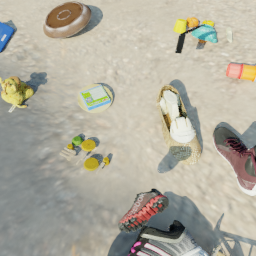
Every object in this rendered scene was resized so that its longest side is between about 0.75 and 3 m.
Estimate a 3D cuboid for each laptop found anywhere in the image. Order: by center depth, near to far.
[{"bbox_3d":[1.636,-2.370,7.484,0.833,0.430,0.739,-25,17,4],"label":"laptop"}]

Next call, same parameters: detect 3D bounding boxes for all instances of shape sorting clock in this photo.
[{"bbox_3d":[-1.120,-1.006,9.531,1.181,0.232,1.181,1,57,-2],"label":"shape sorting clock"}]

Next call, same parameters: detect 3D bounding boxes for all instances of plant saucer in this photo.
[{"bbox_3d":[-2.641,-4.666,11.836,2.229,0.358,2.229,-9,55,13],"label":"plant saucer"}]

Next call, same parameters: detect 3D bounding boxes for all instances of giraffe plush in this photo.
[{"bbox_3d":[-3.818,-1.294,9.275,1.053,0.990,1.220,2,53,1],"label":"giraffe plush"}]

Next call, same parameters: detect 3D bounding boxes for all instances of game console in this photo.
[{"bbox_3d":[-5.724,-3.662,11.559,1.376,0.954,1.612,25,51,-20],"label":"game console"}]

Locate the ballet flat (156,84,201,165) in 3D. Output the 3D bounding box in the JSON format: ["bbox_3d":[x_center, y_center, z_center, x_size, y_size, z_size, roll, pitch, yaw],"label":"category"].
[{"bbox_3d":[1.439,-0.227,8.512,0.997,0.923,2.827,-17,55,-3],"label":"ballet flat"}]

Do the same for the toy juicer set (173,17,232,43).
[{"bbox_3d":[3.257,-3.905,11.509,2.531,0.689,1.610,29,41,24],"label":"toy juicer set"}]

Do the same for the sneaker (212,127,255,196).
[{"bbox_3d":[3.190,0.594,7.673,0.858,1.309,2.267,-15,55,-11],"label":"sneaker"}]

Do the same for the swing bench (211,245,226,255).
[{"bbox_3d":[2.046,3.332,5.994,1.071,0.695,1.065,34,59,18],"label":"swing bench"}]

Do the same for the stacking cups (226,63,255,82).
[{"bbox_3d":[4.772,-1.945,9.967,2.396,0.725,0.725,13,55,12],"label":"stacking cups"}]

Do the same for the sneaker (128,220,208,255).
[{"bbox_3d":[0.316,2.872,6.194,2.794,1.031,1.222,-15,55,-17],"label":"sneaker"}]

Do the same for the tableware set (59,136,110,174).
[{"bbox_3d":[-1.207,0.774,8.254,1.432,0.220,0.965,24,54,18],"label":"tableware set"}]

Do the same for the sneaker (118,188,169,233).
[{"bbox_3d":[0.255,1.615,5.588,1.135,0.401,0.554,-37,36,2],"label":"sneaker"}]
